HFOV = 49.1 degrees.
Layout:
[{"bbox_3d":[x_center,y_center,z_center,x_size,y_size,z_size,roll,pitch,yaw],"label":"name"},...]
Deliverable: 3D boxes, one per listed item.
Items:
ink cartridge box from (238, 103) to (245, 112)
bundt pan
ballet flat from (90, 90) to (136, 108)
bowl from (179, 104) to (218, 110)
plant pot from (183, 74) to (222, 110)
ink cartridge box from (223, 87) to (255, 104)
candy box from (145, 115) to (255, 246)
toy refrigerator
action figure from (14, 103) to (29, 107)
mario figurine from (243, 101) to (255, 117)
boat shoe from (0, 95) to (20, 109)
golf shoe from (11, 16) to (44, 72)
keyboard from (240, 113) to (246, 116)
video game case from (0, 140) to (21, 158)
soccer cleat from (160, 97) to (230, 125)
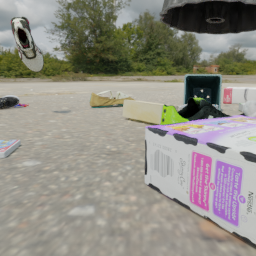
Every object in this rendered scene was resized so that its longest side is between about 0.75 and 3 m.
[{"bbox_3d":[5.355,-0.891,12.267,0.827,0.349,0.604,1,11,5],"label":"ink cartridge box"},{"bbox_3d":[2.282,-3.272,7.117,2.909,1.092,2.909,5,6,-1],"label":"bundt pan"},{"bbox_3d":[-0.660,-1.466,13.981,2.569,0.810,0.882,-6,13,-29],"label":"ballet flat"},{"bbox_3d":[2.668,-0.625,10.624,1.272,0.475,1.270,9,14,34],"label":"bowl"},{"bbox_3d":[3.336,-1.497,12.583,1.555,1.560,1.589,3,1,15],"label":"plant pot"},{"bbox_3d":[6.438,-1.790,15.441,2.076,0.859,1.521,6,13,27],"label":"ink cartridge box"},{"bbox_3d":[1.868,0.513,3.640,2.245,0.957,2.676,-7,12,-30],"label":"candy box"},{"bbox_3d":[0.713,-0.536,9.687,0.761,0.701,2.005,0,10,-39],"label":"toy refrigerator"},{"bbox_3d":[-5.371,-1.135,13.907,0.863,0.223,0.282,-1,9,-18],"label":"action figure"},{"bbox_3d":[3.632,-0.284,5.939,1.798,1.544,2.913,-31,-7,18],"label":"mario figurine"},{"bbox_3d":[-5.956,-1.148,13.014,1.773,0.620,0.587,-5,21,-24],"label":"boat shoe"},{"bbox_3d":[-3.710,-2.910,10.231,0.829,2.147,0.945,-18,39,-5],"label":"golf shoe"},{"bbox_3d":[4.786,-0.498,10.869,0.847,0.137,1.333,0,10,37],"label":"keyboard"},{"bbox_3d":[-3.269,0.452,6.079,1.528,0.133,1.092,-1,11,-4],"label":"video game case"},{"bbox_3d":[1.952,-0.198,6.820,2.735,1.108,0.923,-7,13,-31],"label":"soccer cleat"}]
